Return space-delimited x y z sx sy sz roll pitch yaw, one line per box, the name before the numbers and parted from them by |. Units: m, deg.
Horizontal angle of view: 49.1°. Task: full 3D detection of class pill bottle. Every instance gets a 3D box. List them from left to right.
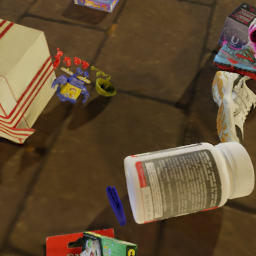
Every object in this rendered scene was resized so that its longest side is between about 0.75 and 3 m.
pill bottle | 1.432 1.266 6.918 2.849 1.623 1.623 -10 59 -6

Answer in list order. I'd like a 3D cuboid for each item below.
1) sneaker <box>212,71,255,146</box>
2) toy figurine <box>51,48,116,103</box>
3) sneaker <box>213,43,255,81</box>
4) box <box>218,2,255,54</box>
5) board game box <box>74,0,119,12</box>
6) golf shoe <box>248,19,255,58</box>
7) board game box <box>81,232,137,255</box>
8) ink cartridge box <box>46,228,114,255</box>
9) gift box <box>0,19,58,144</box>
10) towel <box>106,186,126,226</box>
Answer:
sneaker | 3.331 -0.608 8.388 1.231 1.062 2.809 4 60 2
toy figurine | -1.663 -1.354 9.016 2.229 1.336 1.176 22 33 -38
sneaker | 4.006 -2.255 9.294 2.113 0.838 1.009 22 91 13
box | 4.370 -3.193 9.790 1.963 1.297 1.126 39 66 21
board game box | -1.273 -5.519 11.729 1.672 0.374 1.124 19 61 11
golf shoe | 3.145 -2.260 5.988 1.184 0.974 2.586 12 57 -12
board game box | -0.328 1.887 3.748 0.182 1.552 0.813 14 72 -24
ink cartridge box | -1.042 3.426 6.281 1.734 0.536 2.138 -6 62 -4
gift box | -3.634 -1.283 7.845 2.945 2.718 2.750 17 58 14
towel | -0.215 1.577 5.684 0.205 0.825 0.610 -25 55 -13
